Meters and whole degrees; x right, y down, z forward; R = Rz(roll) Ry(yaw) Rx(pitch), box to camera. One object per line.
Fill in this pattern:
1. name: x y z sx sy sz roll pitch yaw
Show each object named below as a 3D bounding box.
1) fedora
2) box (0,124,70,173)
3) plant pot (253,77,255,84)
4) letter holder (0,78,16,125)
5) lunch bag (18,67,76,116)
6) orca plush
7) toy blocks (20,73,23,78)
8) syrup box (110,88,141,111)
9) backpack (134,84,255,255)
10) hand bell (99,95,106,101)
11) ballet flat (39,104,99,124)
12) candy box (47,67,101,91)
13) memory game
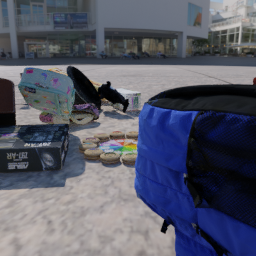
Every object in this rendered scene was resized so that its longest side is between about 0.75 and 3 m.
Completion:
1. fedora: -2.171 -1.506 12.119 1.081 2.366 2.366 -32 10 14
2. box: -2.846 0.432 6.969 2.605 0.567 2.087 -2 16 -7
3. plant pot: 5.869 -1.170 10.051 2.311 2.313 2.039 -12 8 -36
4. letter holder: -4.833 -0.968 8.136 2.883 2.049 1.450 -2 -23 -22
5. lunch bag: -2.407 -1.048 8.633 1.581 0.760 1.971 16 -18 -3
6. orca plush: -0.829 -1.264 12.066 0.748 1.107 2.105 -28 55 -24
7. toy blocks: -4.635 -2.213 14.643 1.261 1.498 1.400 -2 15 14
8. syrup box: -0.161 -1.347 12.902 0.770 0.744 1.890 -9 17 -27
9. backpack: 1.276 0.583 3.202 2.180 2.251 2.683 4 9 -35
10. hand bell: -1.414 -1.439 13.814 0.816 0.816 1.567 11 32 33
11. ballet flat: -2.000 -0.410 9.960 2.161 0.747 0.769 -9 44 -29
12. candy box: -2.862 -2.394 15.061 2.866 0.793 1.654 18 14 -6
13. memory game: -0.106 0.449 7.645 2.475 0.158 2.475 0 15 0
